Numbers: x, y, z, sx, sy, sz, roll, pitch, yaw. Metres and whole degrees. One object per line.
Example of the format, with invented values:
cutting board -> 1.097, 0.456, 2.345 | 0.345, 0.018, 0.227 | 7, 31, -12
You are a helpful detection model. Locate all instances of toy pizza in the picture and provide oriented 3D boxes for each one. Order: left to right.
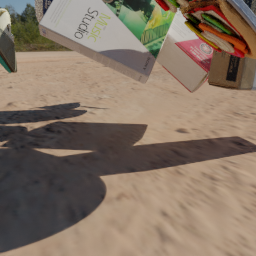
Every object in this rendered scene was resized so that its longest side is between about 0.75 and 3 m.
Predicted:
toy pizza -> 1.029, -1.940, 4.570 | 2.899, 0.459, 2.899 | 36, 16, -12

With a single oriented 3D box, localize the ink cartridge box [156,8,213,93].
ink cartridge box -> 2.072, -2.725, 7.609 | 2.909, 2.131, 1.204 | -43, -8, -20

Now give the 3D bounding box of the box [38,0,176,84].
box -> -0.381, -2.319, 6.181 | 2.532, 1.828, 0.460 | 25, -16, -6

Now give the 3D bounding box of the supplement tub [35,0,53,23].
supplement tub -> -1.034, -3.307, 7.482 | 2.447, 1.767, 1.767 | 13, 18, -4

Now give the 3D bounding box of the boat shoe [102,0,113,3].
boat shoe -> -0.385, -1.802, 3.292 | 0.551, 0.636, 1.492 | 9, 26, -47

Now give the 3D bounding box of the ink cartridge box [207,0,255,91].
ink cartridge box -> 3.443, -2.051, 6.229 | 2.944, 2.425, 1.106 | -3, 17, -22

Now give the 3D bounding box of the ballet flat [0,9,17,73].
ballet flat -> -3.126, -2.540, 6.048 | 0.938, 2.944, 0.992 | -42, 40, -13
